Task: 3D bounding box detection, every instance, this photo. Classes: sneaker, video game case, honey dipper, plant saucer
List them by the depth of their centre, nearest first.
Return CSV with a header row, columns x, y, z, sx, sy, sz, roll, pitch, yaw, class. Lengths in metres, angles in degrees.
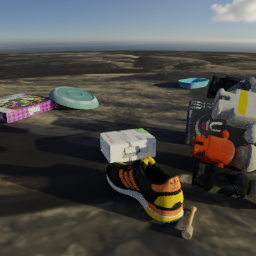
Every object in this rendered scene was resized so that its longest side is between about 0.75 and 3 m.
x,y,z,sx,sy,sz,roll,pitch,yaw,class
1.106,1.647,4.987,0.165,0.165,0.871,7,18,18,honey dipper
0.292,0.941,5.685,0.774,0.996,2.213,-13,23,-32,sneaker
-4.751,-0.912,11.752,2.409,0.476,2.658,11,22,28,video game case
-2.410,-1.426,12.634,2.248,0.308,2.248,14,21,-6,plant saucer

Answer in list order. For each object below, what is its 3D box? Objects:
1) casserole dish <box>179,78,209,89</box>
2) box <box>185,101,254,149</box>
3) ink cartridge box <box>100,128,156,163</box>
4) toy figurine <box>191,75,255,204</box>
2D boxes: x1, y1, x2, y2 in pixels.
x,y,z,sx,sy,sz,roll,pitch,yaw,class
3.987,-2.717,17.013,2.059,0.399,1.247,-16,25,-36,casserole dish
2.740,-0.106,8.384,1.921,1.174,1.019,5,21,15,box
-0.023,0.464,7.710,1.314,0.552,0.956,-7,21,-19,ink cartridge box
2.391,0.174,5.846,1.684,2.382,2.420,14,19,7,toy figurine
